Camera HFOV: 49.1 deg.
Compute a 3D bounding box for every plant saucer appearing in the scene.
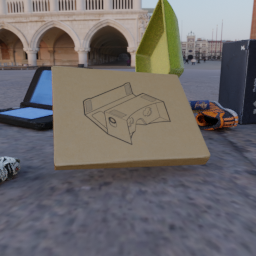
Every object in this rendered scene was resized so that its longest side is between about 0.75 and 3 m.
[{"bbox_3d":[0.884,-1.918,8.143,0.622,2.597,2.594,5,-25,-14],"label":"plant saucer"}]

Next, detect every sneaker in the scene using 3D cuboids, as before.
[{"bbox_3d":[-2.142,0.711,4.884,0.451,0.377,1.018,-4,15,-8],"label":"sneaker"},{"bbox_3d":[2.426,-0.417,8.644,1.016,0.703,1.813,-6,14,-18],"label":"sneaker"}]

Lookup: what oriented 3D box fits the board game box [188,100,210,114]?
[{"bbox_3d":[1.592,-0.577,8.969,1.203,0.307,1.775,-5,-3,-19],"label":"board game box"}]

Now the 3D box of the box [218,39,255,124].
[{"bbox_3d":[4.604,-1.592,9.389,2.625,2.582,1.541,-3,15,-12],"label":"box"}]

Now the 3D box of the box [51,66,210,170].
[{"bbox_3d":[-0.023,-0.262,5.365,2.763,0.294,2.258,0,52,-18],"label":"box"}]

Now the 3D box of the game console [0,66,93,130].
[{"bbox_3d":[-2.987,-1.156,9.463,2.965,1.725,2.607,9,16,32],"label":"game console"}]
